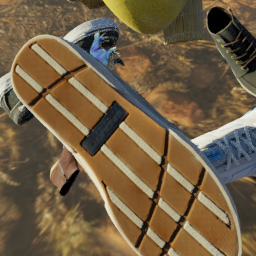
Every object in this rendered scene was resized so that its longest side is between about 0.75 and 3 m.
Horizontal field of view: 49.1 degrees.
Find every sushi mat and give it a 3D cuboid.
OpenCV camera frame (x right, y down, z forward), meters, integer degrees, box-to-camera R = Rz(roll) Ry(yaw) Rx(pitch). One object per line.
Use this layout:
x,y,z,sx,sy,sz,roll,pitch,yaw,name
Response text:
1.471,-3.672,7.789,1.209,2.527,0.153,-7,10,-2,sushi mat

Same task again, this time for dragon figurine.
-0.485,-0.984,4.020,0.660,0.391,1.328,-31,55,-1,dragon figurine

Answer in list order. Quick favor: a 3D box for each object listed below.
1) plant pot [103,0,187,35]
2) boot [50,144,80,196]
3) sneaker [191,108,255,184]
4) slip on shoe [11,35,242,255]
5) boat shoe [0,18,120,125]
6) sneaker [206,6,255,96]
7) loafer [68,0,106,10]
0.126,-3.693,6.767,1.692,2.383,2.383,3,42,-42,plant pot
-0.843,0.508,4.360,0.969,0.350,0.806,-57,29,-2,boot
1.294,0.364,3.635,2.394,1.038,0.898,-31,73,21,sneaker
-0.003,0.223,2.661,2.621,0.794,0.996,44,100,9,slip on shoe
-1.216,-1.144,5.779,2.945,1.041,0.937,-38,75,-12,boat shoe
2.282,-1.435,5.523,0.810,1.151,2.166,-43,59,20,sneaker
-1.544,-4.035,7.597,0.975,2.891,1.099,-30,63,29,loafer
